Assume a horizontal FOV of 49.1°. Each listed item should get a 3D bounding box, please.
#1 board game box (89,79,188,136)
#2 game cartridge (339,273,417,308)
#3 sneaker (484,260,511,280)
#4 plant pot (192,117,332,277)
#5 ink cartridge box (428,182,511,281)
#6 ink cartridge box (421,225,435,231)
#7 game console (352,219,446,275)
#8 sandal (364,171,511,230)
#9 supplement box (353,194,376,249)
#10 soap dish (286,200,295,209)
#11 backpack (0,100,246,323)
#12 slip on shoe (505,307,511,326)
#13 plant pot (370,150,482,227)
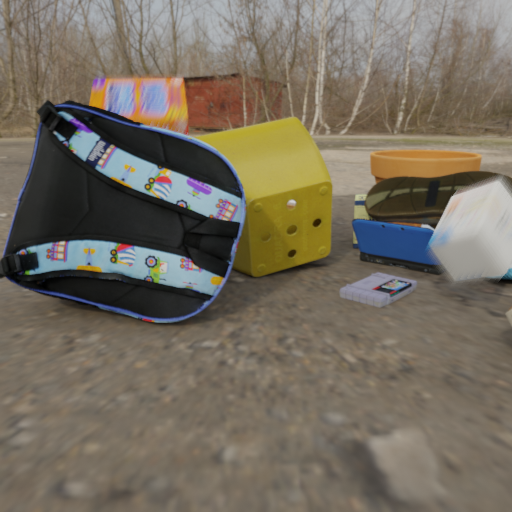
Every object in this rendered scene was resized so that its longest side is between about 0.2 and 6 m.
[{"bbox_3d":[-2.363,-2.394,11.581,1.864,1.865,1.863,-3,41,-8],"label":"board game box"},{"bbox_3d":[1.856,0.489,8.404,0.721,0.213,1.112,8,17,41],"label":"game cartridge"},{"bbox_3d":[4.088,-0.082,9.375,0.724,0.764,1.891,4,16,11],"label":"sneaker"},{"bbox_3d":[0.208,-0.877,9.651,2.184,2.184,1.927,-16,36,-18],"label":"plant pot"},{"bbox_3d":[2.880,-0.312,7.282,0.742,0.729,1.007,-17,30,51],"label":"ink cartridge box"},{"bbox_3d":[3.955,-0.355,11.227,1.286,0.304,1.029,3,15,16],"label":"ink cartridge box"},{"bbox_3d":[2.597,-0.256,9.775,1.507,0.892,1.286,12,21,36],"label":"game console"},{"bbox_3d":[3.356,-0.781,9.766,2.949,0.805,1.205,2,56,32],"label":"sandal"},{"bbox_3d":[2.286,-0.699,11.208,0.647,0.964,0.963,2,15,11],"label":"supplement box"},{"bbox_3d":[1.143,-1.292,14.536,0.870,0.354,0.685,-14,21,-40],"label":"soap dish"},{"bbox_3d":[-1.584,-0.487,7.652,2.899,2.646,1.950,15,0,5],"label":"backpack"},{"bbox_3d":[3.968,0.670,6.522,3.053,1.161,0.925,-3,54,-48],"label":"slip on shoe"},{"bbox_3d":[3.775,-1.501,12.791,2.400,1.680,2.400,1,15,0],"label":"plant pot"}]
